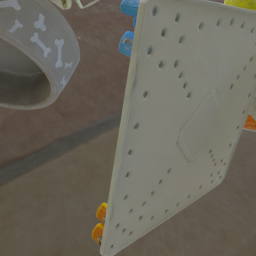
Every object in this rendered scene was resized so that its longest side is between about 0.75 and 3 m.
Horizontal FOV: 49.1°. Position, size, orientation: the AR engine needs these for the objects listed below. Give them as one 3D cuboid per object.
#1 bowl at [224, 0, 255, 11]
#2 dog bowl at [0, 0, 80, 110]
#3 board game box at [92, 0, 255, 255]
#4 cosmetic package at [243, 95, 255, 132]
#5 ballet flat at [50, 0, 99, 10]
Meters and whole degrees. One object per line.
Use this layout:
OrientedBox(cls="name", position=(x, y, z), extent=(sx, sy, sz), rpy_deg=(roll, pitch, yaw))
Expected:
OrientedBox(cls="bowl", position=(2.736, -1.994, 5.435), extent=(2.976, 1.601, 2.976), rpy_deg=(22, 55, -35))
OrientedBox(cls="dog bowl", position=(-2.324, -1.282, 4.769), extent=(2.889, 2.889, 0.847), rpy_deg=(8, 65, 7))
OrientedBox(cls="board game box", position=(0.832, -0.071, 3.686), extent=(2.874, 2.874, 0.372), rpy_deg=(-15, 35, -42))
OrientedBox(cls="cosmetic package", position=(2.071, -0.771, 5.390), extent=(0.683, 1.918, 0.973), rpy_deg=(-49, 18, -6))
OrientedBox(cls="ballet flat", position=(-1.547, -3.886, 7.965), extent=(2.650, 0.998, 0.899), rpy_deg=(3, 43, 22))
